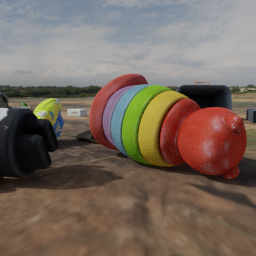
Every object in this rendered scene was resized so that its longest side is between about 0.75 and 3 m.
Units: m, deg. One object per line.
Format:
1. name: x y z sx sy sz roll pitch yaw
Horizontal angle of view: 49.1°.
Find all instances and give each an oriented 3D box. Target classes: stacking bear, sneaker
1. stacking bear: 0.725 0.001 5.034 1.586 1.693 2.788 -13 21 -42
2. sneaker: -2.224 0.113 7.056 0.728 1.010 1.923 8 41 33

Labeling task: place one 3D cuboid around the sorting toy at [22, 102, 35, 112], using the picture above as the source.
1. sorting toy: -4.558 -0.850 13.375 1.234 0.182 0.912 42 -6 -22

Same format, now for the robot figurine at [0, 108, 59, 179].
1. robot figurine: -2.039 0.216 4.353 1.770 1.105 1.330 1 2 9

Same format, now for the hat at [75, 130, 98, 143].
1. hat: -0.406 -0.156 8.027 2.201 0.888 2.201 -1 7 0

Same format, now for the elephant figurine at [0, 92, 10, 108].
1. elephant figurine: -4.498 -0.600 9.473 1.255 1.376 1.774 20 22 8

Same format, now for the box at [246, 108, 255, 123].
1. box: 5.798 -0.549 12.178 0.991 0.554 1.404 -1 8 12

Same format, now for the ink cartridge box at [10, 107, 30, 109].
1. ink cartridge box: -5.455 -0.672 12.981 1.596 0.542 0.919 -5 10 -36

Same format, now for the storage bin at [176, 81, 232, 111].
1. storage bin: 3.225 -1.182 13.061 2.536 1.845 1.703 -1 -2 -9

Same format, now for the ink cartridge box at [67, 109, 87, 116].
1. ink cartridge box: -2.667 -0.817 14.769 0.853 0.356 0.619 4 9 26
